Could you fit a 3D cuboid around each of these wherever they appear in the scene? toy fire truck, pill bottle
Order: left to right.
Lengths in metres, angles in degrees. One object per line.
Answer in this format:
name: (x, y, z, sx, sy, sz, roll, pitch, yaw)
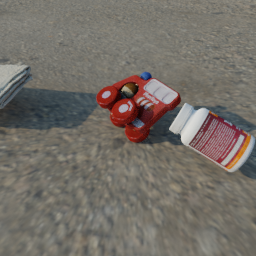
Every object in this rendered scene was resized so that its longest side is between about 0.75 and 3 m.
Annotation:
toy fire truck: (0.212, -0.656, 6.809, 1.516, 1.012, 1.805, -41, 48, -6)
pill bottle: (1.642, 0.150, 5.620, 1.509, 0.852, 0.852, 32, 42, 7)

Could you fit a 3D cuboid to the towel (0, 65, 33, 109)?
towel: (-4.250, -1.111, 7.520, 2.989, 0.515, 1.981, 5, 39, 13)
